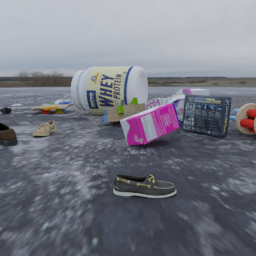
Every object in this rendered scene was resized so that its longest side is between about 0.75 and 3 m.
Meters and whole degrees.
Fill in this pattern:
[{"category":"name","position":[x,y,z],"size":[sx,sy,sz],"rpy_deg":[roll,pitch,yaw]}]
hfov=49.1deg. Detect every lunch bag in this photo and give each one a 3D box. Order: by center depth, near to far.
[{"category":"lunch bag","position":[2.110,-0.631,9.630],"size":[1.575,1.001,1.336],"rpy_deg":[12,14,9]}]

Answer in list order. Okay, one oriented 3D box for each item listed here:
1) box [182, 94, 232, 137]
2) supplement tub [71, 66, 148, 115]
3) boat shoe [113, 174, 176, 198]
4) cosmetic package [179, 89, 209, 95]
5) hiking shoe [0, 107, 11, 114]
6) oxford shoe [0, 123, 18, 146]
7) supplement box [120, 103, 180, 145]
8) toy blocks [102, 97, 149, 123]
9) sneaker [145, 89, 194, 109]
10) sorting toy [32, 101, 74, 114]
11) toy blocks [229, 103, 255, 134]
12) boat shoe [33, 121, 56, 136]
[{"category":"box","position":[2.177,-0.386,7.906],"size":[0.350,1.081,1.371],"rpy_deg":[-2,9,-39]},{"category":"supplement tub","position":[-0.727,-1.524,11.560],"size":[2.759,2.000,2.000],"rpy_deg":[3,11,19]},{"category":"boat shoe","position":[0.231,0.779,3.847],"size":[0.870,0.262,0.310],"rpy_deg":[0,10,2]},{"category":"cosmetic package","position":[3.287,-1.440,13.986],"size":[1.178,0.980,0.986],"rpy_deg":[-4,11,-17]},{"category":"hiking shoe","position":[-5.399,-0.736,12.224],"size":[0.412,0.310,0.818],"rpy_deg":[-9,2,-3]},{"category":"oxford shoe","position":[-3.169,0.104,6.869],"size":[1.237,0.522,0.449],"rpy_deg":[4,13,28]},{"category":"supplement box","position":[0.550,-0.102,6.673],"size":[1.285,0.664,0.650],"rpy_deg":[-21,8,-37]},{"category":"toy blocks","position":[-0.252,-0.506,9.721],"size":[1.259,0.921,1.842],"rpy_deg":[-7,4,34]},{"category":"sneaker","position":[1.608,-0.744,10.950],"size":[2.115,0.935,0.851],"rpy_deg":[-17,48,13]},{"category":"sorting toy","position":[-3.319,-0.859,12.585],"size":[1.586,0.384,2.817],"rpy_deg":[-4,10,1]},{"category":"toy blocks","position":[4.041,-0.187,7.378],"size":[2.055,0.895,2.466],"rpy_deg":[-2,11,-10]},{"category":"boat shoe","position":[-2.341,0.012,7.820],"size":[0.378,0.342,1.060],"rpy_deg":[1,10,8]}]
